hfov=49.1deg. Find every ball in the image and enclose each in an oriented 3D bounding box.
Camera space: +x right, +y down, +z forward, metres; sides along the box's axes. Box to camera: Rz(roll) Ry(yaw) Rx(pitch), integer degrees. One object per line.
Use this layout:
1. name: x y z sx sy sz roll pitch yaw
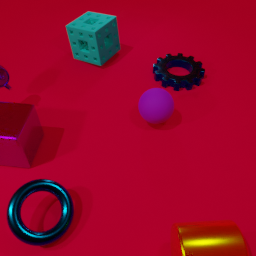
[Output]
1. ball: 0.782 -0.612 7.761 0.985 0.985 0.985 0 48 0

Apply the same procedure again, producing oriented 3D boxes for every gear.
1. gear: 1.714 -1.935 9.523 1.707 0.316 1.707 0 48 0

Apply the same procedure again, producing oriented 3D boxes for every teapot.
1. teapot: -3.583 -1.420 7.642 0.556 1.135 0.706 16 64 34

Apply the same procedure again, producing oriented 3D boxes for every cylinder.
1. cylinder: 1.445 2.312 5.160 1.133 1.133 1.133 -2 48 -3

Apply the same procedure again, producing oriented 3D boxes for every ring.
1. ring: -1.802 1.732 5.849 1.358 0.272 1.358 10 63 -21

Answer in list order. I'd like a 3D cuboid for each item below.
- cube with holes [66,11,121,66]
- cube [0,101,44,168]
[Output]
1. cube with holes: -1.187 -3.181 9.917 1.250 1.250 1.250 21 51 26
2. cube: -2.974 0.163 7.061 1.179 1.179 1.179 5 48 5
